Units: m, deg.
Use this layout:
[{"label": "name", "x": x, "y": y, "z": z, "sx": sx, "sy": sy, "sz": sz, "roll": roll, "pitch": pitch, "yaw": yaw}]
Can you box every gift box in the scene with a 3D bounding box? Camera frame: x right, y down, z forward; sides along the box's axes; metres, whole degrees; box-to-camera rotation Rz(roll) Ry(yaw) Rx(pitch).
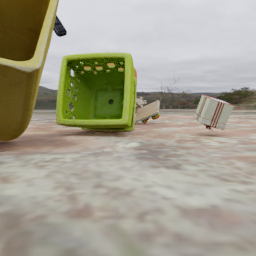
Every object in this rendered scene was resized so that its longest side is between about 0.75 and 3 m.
[{"label": "gift box", "x": 2.055, "y": -0.318, "z": 6.651, "sx": 0.758, "sy": 0.708, "sz": 0.699, "roll": 18, "pitch": 14, "yaw": -4}]

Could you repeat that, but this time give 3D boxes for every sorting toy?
[{"label": "sorting toy", "x": 0.807, "y": -0.548, "z": 10.809, "sx": 0.964, "sy": 0.335, "sz": 0.958, "roll": -22, "pitch": 26, "yaw": 21}]

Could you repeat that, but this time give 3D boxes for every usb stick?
[{"label": "usb stick", "x": -2.438, "y": -3.530, "z": 9.008, "sx": 0.399, "sy": 1.440, "sz": 0.235, "roll": -24, "pitch": -16, "yaw": -33}]

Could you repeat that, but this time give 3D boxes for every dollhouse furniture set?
[{"label": "dollhouse furniture set", "x": -0.059, "y": -0.948, "z": 12.360, "sx": 1.414, "sy": 0.809, "sz": 1.658, "roll": -39, "pitch": -7, "yaw": 26}]

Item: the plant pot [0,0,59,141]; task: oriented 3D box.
[{"label": "plant pot", "x": -2.676, "y": -1.148, "z": 4.931, "sx": 2.538, "sy": 2.521, "sz": 2.596, "roll": 9, "pitch": -39, "yaw": -13}]

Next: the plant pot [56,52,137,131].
[{"label": "plant pot", "x": -0.658, "y": -0.799, "z": 7.387, "sx": 1.819, "sy": 1.810, "sz": 1.651, "roll": 1, "pitch": -11, "yaw": 13}]

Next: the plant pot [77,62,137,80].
[{"label": "plant pot", "x": -0.780, "y": -1.269, "z": 10.912, "sx": 2.466, "sy": 1.726, "sz": 2.466, "roll": -6, "pitch": -18, "yaw": -2}]
